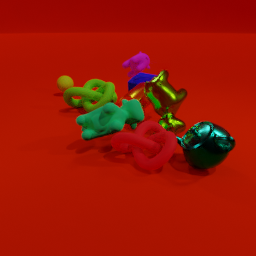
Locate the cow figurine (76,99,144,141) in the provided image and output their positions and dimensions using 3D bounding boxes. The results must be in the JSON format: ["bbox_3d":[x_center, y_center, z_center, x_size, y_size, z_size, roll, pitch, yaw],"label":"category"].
[{"bbox_3d":[-0.429,-0.229,7.476,1.676,0.920,1.649,-20,0,10],"label":"cow figurine"}]

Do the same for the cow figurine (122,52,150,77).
[{"bbox_3d":[0.429,-2.282,9.763,1.263,0.704,1.283,-36,10,-28],"label":"cow figurine"}]

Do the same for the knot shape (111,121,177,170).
[{"bbox_3d":[0.527,0.406,6.593,1.638,0.757,1.532,-9,21,-24],"label":"knot shape"}]

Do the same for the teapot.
[{"bbox_3d":[1.648,0.324,6.304,1.139,0.897,1.832,-54,23,-21],"label":"teapot"}]

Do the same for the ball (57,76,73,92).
[{"bbox_3d":[-2.810,-1.964,12.513,0.728,0.728,0.728,0,21,0],"label":"ball"}]

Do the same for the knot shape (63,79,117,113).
[{"bbox_3d":[-1.406,-1.174,10.341,1.940,0.958,2.073,-7,20,1],"label":"knot shape"}]

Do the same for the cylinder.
[{"bbox_3d":[0.396,-0.849,9.277,1.012,1.012,1.012,15,42,33],"label":"cylinder"}]

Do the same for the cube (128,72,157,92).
[{"bbox_3d":[0.604,-1.487,10.725,0.911,0.911,0.911,15,40,23],"label":"cube"}]

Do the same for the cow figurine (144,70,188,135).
[{"bbox_3d":[1.002,-0.598,7.963,1.696,1.724,0.946,-52,12,-32],"label":"cow figurine"}]
